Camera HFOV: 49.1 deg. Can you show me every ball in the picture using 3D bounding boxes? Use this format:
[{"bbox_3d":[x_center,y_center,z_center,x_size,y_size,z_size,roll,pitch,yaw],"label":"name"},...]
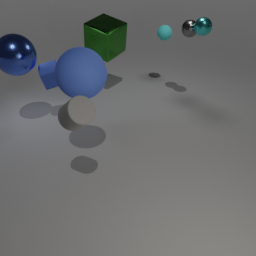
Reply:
[{"bbox_3d":[-1.271,-1.472,7.604,1.400,1.400,1.400,0,33,0],"label":"ball"},{"bbox_3d":[-3.828,-2.477,9.523,1.400,1.400,1.400,0,33,0],"label":"ball"},{"bbox_3d":[1.725,-4.482,13.195,0.700,0.700,0.700,0,33,0],"label":"ball"},{"bbox_3d":[2.548,-4.086,11.524,0.700,0.700,0.700,0,33,0],"label":"ball"},{"bbox_3d":[2.925,-3.951,10.919,0.700,0.700,0.700,0,33,0],"label":"ball"}]

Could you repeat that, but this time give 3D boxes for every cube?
[{"bbox_3d":[-2.857,-1.966,10.361,0.700,0.700,0.700,-21,50,-7],"label":"cube"},{"bbox_3d":[-1.015,-4.077,12.633,1.400,1.400,1.400,30,51,21],"label":"cube"}]

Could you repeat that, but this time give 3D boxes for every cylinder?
[{"bbox_3d":[-1.215,-0.336,6.620,0.700,0.700,0.700,-26,3,-35],"label":"cylinder"}]
